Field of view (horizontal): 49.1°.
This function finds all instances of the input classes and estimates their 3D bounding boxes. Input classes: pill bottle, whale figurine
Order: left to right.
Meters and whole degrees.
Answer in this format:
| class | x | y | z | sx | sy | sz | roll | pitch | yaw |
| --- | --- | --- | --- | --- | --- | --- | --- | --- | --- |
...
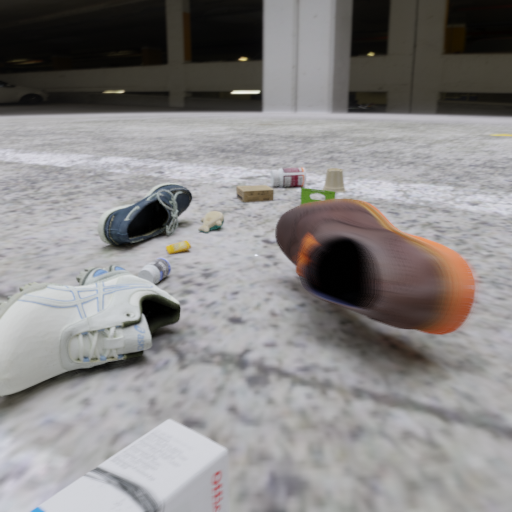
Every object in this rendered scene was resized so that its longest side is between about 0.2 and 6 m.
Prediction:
| class | x | y | z | sx | sy | sz | roll | pitch | yaw |
| --- | --- | --- | --- | --- | --- | --- | --- | --- | --- |
| pill bottle | -1.589 | 0.256 | 8.747 | 0.325 | 0.325 | 0.572 | 6 | 19 | 17 |
| whale figurine | -0.936 | -0.653 | 11.693 | 0.516 | 0.337 | 0.649 | 13 | 46 | 26 |
| pill bottle | 0.917 | -2.244 | 16.078 | 0.962 | 0.549 | 0.549 | -3 | 18 | -9 |

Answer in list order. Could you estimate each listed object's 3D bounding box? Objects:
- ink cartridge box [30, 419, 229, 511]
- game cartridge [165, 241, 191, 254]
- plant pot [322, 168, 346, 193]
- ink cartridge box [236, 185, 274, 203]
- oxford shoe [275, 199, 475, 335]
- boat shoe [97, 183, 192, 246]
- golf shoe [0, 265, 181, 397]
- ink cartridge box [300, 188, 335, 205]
| class | x | y | z | sx | sy | sz | roll | pitch | yaw |
| --- | --- | --- | --- | --- | --- | --- | --- | --- | --- |
| ink cartridge box | -0.747 | 1.718 | 3.234 | 0.549 | 0.951 | 1.302 | 14 | 23 | 35 |
| game cartridge | -1.436 | -0.164 | 10.295 | 0.419 | 0.068 | 0.369 | -15 | 21 | -15 |
| plant pot | 2.173 | -2.113 | 15.578 | 0.663 | 0.607 | 0.663 | 0 | 18 | 0 |
| ink cartridge box | -0.036 | -1.619 | 14.525 | 0.835 | 0.314 | 0.688 | -5 | 18 | -15 |
| oxford shoe | 1.014 | -0.094 | 7.209 | 1.319 | 1.294 | 3.636 | 6 | 10 | -28 |
| boat shoe | -2.010 | -0.857 | 11.183 | 0.777 | 0.941 | 2.514 | 9 | 22 | 30 |
| golf shoe | -1.820 | 0.785 | 6.167 | 1.273 | 1.025 | 2.619 | 13 | 23 | 20 |
| ink cartridge box | 1.065 | -0.721 | 10.598 | 0.765 | 1.034 | 0.392 | 11 | 21 | 31 |
